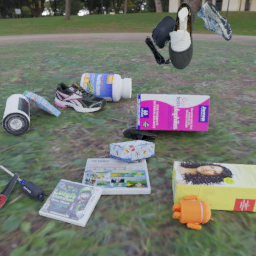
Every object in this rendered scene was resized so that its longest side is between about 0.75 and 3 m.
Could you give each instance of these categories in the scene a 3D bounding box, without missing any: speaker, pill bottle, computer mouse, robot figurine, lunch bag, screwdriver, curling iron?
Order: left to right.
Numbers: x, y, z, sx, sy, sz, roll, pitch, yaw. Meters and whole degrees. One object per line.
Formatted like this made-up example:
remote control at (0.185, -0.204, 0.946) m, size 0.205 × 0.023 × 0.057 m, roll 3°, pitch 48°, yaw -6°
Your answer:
curling iron at (-3.119, 1.687, 6.718) m, size 0.260 × 0.504 × 2.033 m, roll -22°, pitch 18°, yaw 19°
speaker at (-4.439, -0.589, 11.215) m, size 0.966 × 0.966 × 2.379 m, roll -7°, pitch 25°, yaw -16°
screwdriver at (-2.989, 1.356, 7.607) m, size 2.425 × 0.353 × 0.338 m, roll 22°, pitch 32°, yaw 39°
pill bottle at (-1.048, -2.006, 13.896) m, size 2.398 × 1.344 × 1.344 m, roll 2°, pitch 24°, yaw 4°
lunch bag at (0.136, 0.673, 8.666) m, size 1.318 × 0.498 × 1.056 m, roll -4°, pitch 6°, yaw -36°
computer mouse at (1.548, -3.717, 12.481) m, size 0.558 × 1.703 × 2.426 m, roll -33°, pitch 3°, yaw -23°
robot figurine at (1.443, 1.875, 6.236) m, size 0.875 × 0.510 × 0.629 m, roll 0°, pitch 21°, yaw 2°

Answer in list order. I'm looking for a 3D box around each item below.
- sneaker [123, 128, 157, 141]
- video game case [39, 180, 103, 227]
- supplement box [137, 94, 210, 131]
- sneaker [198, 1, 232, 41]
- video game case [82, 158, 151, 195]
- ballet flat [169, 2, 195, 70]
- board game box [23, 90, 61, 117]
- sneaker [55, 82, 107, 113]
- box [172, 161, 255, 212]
sneaker at (0.411, 0.270, 10.021) m, size 1.151 × 0.346 × 0.600 m, roll 1°, pitch 19°, yaw -6°
video game case at (-1.340, 1.744, 6.683) m, size 1.165 × 0.136 × 1.059 m, roll 8°, pitch 38°, yaw 18°
supplement box at (1.612, -0.600, 10.454) m, size 2.548 × 1.289 × 1.317 m, roll 1°, pitch 5°, yaw 2°
sneaker at (3.484, -4.155, 11.211) m, size 0.744 × 1.724 × 0.669 m, roll -33°, pitch 9°, yaw 48°
video game case at (-0.331, 1.316, 7.836) m, size 1.783 × 0.196 × 1.625 m, roll 0°, pitch 23°, yaw -2°
ballet flat at (1.822, -3.265, 9.679) m, size 0.853 × 2.509 × 0.858 m, roll 1°, pitch -22°, yaw 19°
board game box at (-3.769, -1.069, 12.221) m, size 1.511 × 1.143 × 0.277 m, roll 24°, pitch 75°, yaw 41°
sneaker at (-2.306, -1.487, 12.976) m, size 2.699 × 1.165 × 1.084 m, roll 9°, pitch 27°, yaw 18°
box at (2.622, 1.442, 6.905) m, size 2.966 × 0.743 × 1.116 m, roll 2°, pitch 24°, yaw 3°
